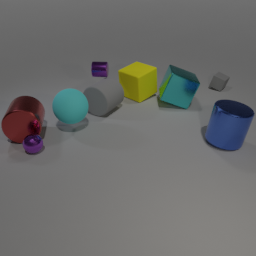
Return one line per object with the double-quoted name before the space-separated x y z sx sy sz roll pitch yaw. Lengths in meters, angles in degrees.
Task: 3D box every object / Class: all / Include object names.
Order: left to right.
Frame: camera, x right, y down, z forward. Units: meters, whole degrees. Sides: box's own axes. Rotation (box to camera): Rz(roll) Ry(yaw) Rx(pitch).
"cylinder" -3.991 -0.350 10.805 1.400 1.400 1.400 -4 29 -8
"ball" -3.368 0.550 9.926 0.700 0.700 0.700 0 29 0
"ball" -2.271 -0.855 11.072 1.400 1.400 1.400 0 29 0
"cylinder" -1.285 -2.701 12.904 0.700 0.700 0.700 2 29 4
"cylinder" -1.106 -1.435 12.763 1.400 1.400 1.400 16 33 26
"cube" 0.516 -2.358 14.222 1.400 1.400 1.400 27 47 37
"cube" 2.401 -1.974 13.363 1.400 1.400 1.400 19 28 -8
"cube" 4.992 -2.538 15.285 0.700 0.700 0.700 34 43 22
"cylinder" 3.696 -0.134 10.277 1.400 1.400 1.400 6 30 -4
